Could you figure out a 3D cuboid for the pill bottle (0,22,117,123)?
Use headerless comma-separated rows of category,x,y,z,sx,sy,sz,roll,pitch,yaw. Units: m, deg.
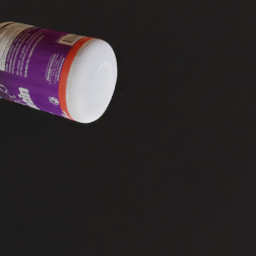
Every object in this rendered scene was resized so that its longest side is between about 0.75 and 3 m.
pill bottle,-1.712,-1.154,5.480,2.754,1.549,1.549,16,73,17
